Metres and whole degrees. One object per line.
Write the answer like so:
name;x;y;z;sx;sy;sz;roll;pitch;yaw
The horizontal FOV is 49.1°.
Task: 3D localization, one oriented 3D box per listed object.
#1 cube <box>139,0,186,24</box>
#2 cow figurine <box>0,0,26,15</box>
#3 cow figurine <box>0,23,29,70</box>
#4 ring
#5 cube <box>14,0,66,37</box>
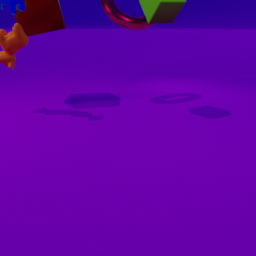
cube;0.895;-3.340;7.381;0.795;0.795;0.795;-11;-18;-25
cow figurine;-2.918;-3.413;7.002;1.053;1.036;0.578;27;49;18
cow figurine;-3.213;-2.241;7.834;1.092;1.074;0.599;-19;38;5
ring;0.108;-3.963;8.841;1.988;1.988;0.398;-8;-16;-20
cube;-2.836;-3.896;8.650;1.375;1.375;1.375;-15;58;-7
